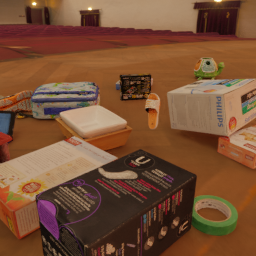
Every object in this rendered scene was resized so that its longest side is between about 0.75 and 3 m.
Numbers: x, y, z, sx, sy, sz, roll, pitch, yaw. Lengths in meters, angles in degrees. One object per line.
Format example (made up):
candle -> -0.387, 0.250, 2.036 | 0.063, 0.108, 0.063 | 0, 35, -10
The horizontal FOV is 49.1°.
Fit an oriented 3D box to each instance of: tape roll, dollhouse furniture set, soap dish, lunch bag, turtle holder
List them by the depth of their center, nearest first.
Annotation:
tape roll -> 1.877, 1.922, 6.259 | 1.064, 0.256, 1.064 | -1, 23, 0
dollhouse furniture set -> -4.247, 0.694, 7.840 | 2.345, 1.262, 0.954 | 15, 27, 30
soap dish -> -1.240, 0.030, 9.772 | 1.832, 0.946, 2.328 | -14, 28, -30
lunch bag -> -2.682, -1.230, 12.425 | 2.917, 1.202, 2.344 | -1, 26, -1
turtle holder -> 5.316, -3.900, 18.416 | 1.858, 1.320, 1.412 | 10, 25, 21

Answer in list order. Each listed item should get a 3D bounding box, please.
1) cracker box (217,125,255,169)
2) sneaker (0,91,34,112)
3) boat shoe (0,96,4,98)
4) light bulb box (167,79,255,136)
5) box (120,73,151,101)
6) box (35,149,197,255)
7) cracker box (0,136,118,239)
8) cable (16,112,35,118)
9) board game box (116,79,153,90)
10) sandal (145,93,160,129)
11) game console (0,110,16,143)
cracker box -> 4.102, 0.535, 9.043 | 2.022, 0.583, 1.354 | -15, 27, -30
sneaker -> -5.071, -1.148, 12.638 | 0.917, 0.929, 2.374 | 5, 18, 43
boat shoe -> -5.858, -1.240, 13.558 | 1.529, 0.556, 0.480 | -2, -20, 8
light bulb box -> 3.034, -0.833, 10.031 | 2.267, 1.427, 2.287 | -24, 21, -38
box -> 0.382, -2.097, 14.292 | 1.604, 1.281, 0.396 | -5, 24, -10
box -> -0.138, 1.658, 5.381 | 2.667, 1.415, 1.630 | -20, 30, -38
cracker box -> -1.907, 1.262, 7.052 | 1.924, 0.829, 2.873 | 21, 32, 40
cable -> -4.398, -0.502, 12.094 | 0.876, 0.220, 0.425 | 8, 16, -16
board game box -> 0.408, -2.602, 16.552 | 1.849, 0.403, 1.858 | 6, 24, 13
sandal -> 0.722, -0.529, 8.453 | 0.430, 1.122, 0.321 | -7, -13, 36
game console -> -4.926, 0.045, 9.705 | 1.654, 0.978, 1.412 | 4, 23, 10
